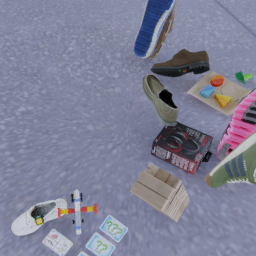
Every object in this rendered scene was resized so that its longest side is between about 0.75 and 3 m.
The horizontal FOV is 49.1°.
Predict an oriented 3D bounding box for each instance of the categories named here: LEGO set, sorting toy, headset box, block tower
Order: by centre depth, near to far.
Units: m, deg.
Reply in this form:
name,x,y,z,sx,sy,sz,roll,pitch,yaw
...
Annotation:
name,x,y,z,sx,sy,sz,roll,pitch,yaw
LEGO set,-0.954,2.013,5.436,1.649,0.405,1.232,40,80,-7
block tower,0.747,1.361,5.550,0.666,2.303,0.622,28,78,24
headset box,1.521,0.511,7.558,1.463,0.549,1.087,26,51,21
sorting toy,3.197,-1.422,9.259,1.593,0.317,2.155,33,57,25

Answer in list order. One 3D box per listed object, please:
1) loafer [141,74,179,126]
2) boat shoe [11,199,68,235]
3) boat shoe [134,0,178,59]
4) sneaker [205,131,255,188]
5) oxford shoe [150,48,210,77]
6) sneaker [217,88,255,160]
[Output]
name,x,y,z,sx,sy,sz,roll,pitch,yaw
loafer,0.970,-0.923,7.905,0.694,0.643,1.847,-3,53,-31
boat shoe,-1.994,1.868,6.016,1.385,0.480,0.490,-30,60,7
boat shoe,1.144,-3.949,10.308,1.051,2.908,1.053,38,22,29
sneaker,2.592,0.963,6.215,0.676,2.017,0.905,-4,50,-39
oxford shoe,1.757,-2.246,9.630,2.003,0.728,0.846,-4,78,18
sneaker,2.982,-0.182,7.179,0.894,2.262,1.079,26,34,6
